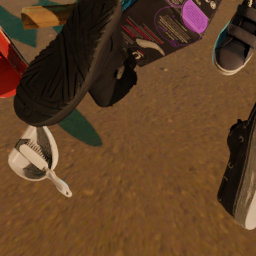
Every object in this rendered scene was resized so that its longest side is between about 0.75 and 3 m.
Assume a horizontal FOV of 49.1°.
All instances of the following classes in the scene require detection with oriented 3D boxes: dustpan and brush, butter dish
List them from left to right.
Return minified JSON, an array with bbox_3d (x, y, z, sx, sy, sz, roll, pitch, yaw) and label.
[{"bbox_3d":[-3.168,-1.424,6.291,1.498,2.027,2.021,-37,89,-7],"label":"butter dish"},{"bbox_3d":[-1.529,0.669,5.109,1.557,1.087,0.446,40,12,8],"label":"dustpan and brush"}]

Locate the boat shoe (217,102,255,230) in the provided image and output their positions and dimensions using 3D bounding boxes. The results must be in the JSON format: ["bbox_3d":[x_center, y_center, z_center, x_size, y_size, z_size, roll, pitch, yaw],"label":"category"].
[{"bbox_3d":[2.184,0.332,4.902,1.047,2.994,0.992,-15,30,-29],"label":"boat shoe"}]

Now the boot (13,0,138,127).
[{"bbox_3d":[-0.746,-0.935,5.769,1.114,2.451,2.918,21,74,18],"label":"boot"}]

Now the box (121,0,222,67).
[{"bbox_3d":[0.712,-2.724,6.822,1.551,2.537,1.346,37,69,-23],"label":"box"}]

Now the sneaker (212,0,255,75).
[{"bbox_3d":[3.199,-2.743,7.470,1.072,1.085,2.733,30,82,7],"label":"sneaker"}]

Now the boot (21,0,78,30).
[{"bbox_3d":[-2.255,-3.831,9.071,2.173,0.719,1.903,-9,37,-8],"label":"boot"}]
